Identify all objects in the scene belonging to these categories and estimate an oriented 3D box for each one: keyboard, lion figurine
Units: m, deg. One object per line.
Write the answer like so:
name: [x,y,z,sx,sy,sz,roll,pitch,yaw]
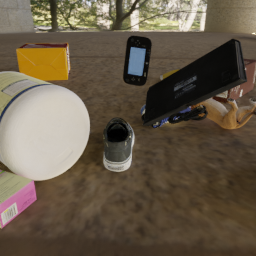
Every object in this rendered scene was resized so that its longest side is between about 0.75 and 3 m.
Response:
keyboard: [1.402,-0.762,6.494,0.352,1.646,2.742,28,-36,-31]
lion figurine: [2.866,-0.585,9.138,0.961,1.625,2.653,-26,49,-29]

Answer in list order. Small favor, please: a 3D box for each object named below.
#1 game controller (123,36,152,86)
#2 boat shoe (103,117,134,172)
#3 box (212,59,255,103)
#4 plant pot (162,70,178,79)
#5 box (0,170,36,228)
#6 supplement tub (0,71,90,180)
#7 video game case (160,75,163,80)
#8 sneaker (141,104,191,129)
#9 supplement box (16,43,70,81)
game controller: [0.196,-1.422,5.978,0.537,1.030,0.217,15,24,20]
boat shoe: [-0.250,0.195,7.729,0.920,0.759,2.682,-1,24,-3]
box: [4.650,-2.139,12.298,1.064,1.422,2.839,18,31,36]
plant pot: [2.015,-1.861,11.382,0.885,0.865,0.859,-28,42,32]
box: [-2.527,1.326,5.460,1.047,0.506,0.921,11,26,22]
supplement tub: [-2.606,-0.216,6.917,2.956,2.143,2.143,22,32,40]
video game case: [3.166,-2.568,14.714,2.041,0.246,2.239,-15,28,-30]
sneaker: [1.200,-0.358,9.243,1.726,0.697,0.996,-1,26,14]
supplement box: [-4.592,-3.769,15.696,2.474,1.665,2.508,-3,24,-8]
